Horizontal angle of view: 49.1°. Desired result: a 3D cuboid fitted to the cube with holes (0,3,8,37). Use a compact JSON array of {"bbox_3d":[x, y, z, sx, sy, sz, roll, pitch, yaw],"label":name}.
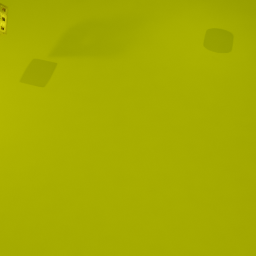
[{"bbox_3d":[-3.910,-3.005,7.677,0.814,0.814,0.814,-2,84,33],"label":"cube with holes"}]
